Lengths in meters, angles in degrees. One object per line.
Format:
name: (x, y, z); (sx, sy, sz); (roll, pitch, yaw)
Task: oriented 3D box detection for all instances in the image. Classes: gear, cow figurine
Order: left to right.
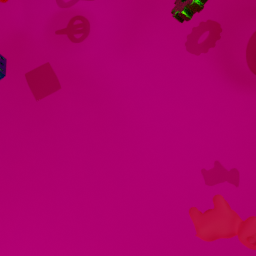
gear: (1.422, -2.803, 5.732); (0.247, 1.333, 1.333); (31, 70, -20)
cow figurine: (1.344, 1.360, 3.779); (0.889, 0.488, 0.875); (-31, 49, 14)

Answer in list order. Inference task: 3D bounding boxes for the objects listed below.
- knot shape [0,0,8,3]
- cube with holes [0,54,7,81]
knot shape: (-2.573, -3.043, 5.905); (1.132, 0.523, 1.059); (-32, 40, -6)
cube with holes: (-3.205, -1.340, 6.092); (0.733, 0.733, 0.733); (-34, 45, 12)
